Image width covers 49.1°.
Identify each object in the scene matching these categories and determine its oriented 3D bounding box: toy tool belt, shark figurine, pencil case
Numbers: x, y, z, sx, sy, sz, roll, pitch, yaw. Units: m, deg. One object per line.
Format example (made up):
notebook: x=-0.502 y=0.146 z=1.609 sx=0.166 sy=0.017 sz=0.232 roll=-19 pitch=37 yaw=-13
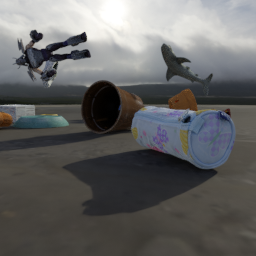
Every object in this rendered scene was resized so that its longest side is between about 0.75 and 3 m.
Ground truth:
toy tool belt: x=-0.680 y=-1.256 z=15.625 sx=2.621 sy=1.637 sz=1.611 roll=-1 pitch=-2 yaw=0
shark figurine: x=2.479 y=-2.553 z=13.233 sx=2.983 sy=1.245 sz=1.782 roll=38 pitch=-6 yaw=-2
pencil case: x=0.948 y=0.083 z=5.646 sx=1.112 sy=1.019 sz=2.452 roll=21 pitch=-3 yaw=-22

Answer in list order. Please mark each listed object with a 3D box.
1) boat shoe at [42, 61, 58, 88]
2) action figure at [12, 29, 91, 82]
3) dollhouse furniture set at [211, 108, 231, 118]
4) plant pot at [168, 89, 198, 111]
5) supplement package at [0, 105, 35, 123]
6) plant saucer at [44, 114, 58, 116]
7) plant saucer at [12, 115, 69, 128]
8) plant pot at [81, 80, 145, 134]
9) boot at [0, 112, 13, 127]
boat shoe: x=-3.059 y=-2.205 z=11.118 sx=0.490 sy=1.469 sz=0.540 roll=-7 pitch=-33 yaw=5
action figure: x=-2.802 y=-2.718 z=10.160 sx=2.776 sy=1.806 sz=0.963 roll=-19 pitch=27 yaw=-13
dollhouse furniture set: x=4.146 y=-0.439 z=13.331 sx=0.847 sy=0.640 sz=1.573 roll=-1 pitch=-11 yaw=-8
plant pot: x=3.030 y=-1.216 z=15.768 sx=1.199 sy=1.713 sz=1.713 roll=-17 pitch=7 yaw=-2
supplement package: x=-5.681 y=-0.744 z=14.258 sx=1.493 sy=0.828 sz=1.163 roll=5 pitch=9 yaw=32
plant saucer: x=-4.592 y=-0.654 z=16.203 sx=1.039 sy=0.252 sz=1.039 roll=1 pitch=6 yaw=7
plant saucer: x=-3.784 y=-0.310 z=12.240 sx=2.365 sy=0.425 sz=2.365 roll=0 pitch=7 yaw=0
plant pot: x=-0.410 y=-0.675 z=10.163 sx=1.824 sy=1.824 sz=1.806 roll=5 pitch=0 yaw=37
boot: x=-5.797 y=-0.348 z=10.889 sx=1.920 sy=0.914 sz=2.482 roll=-3 pitch=13 yaw=-43
